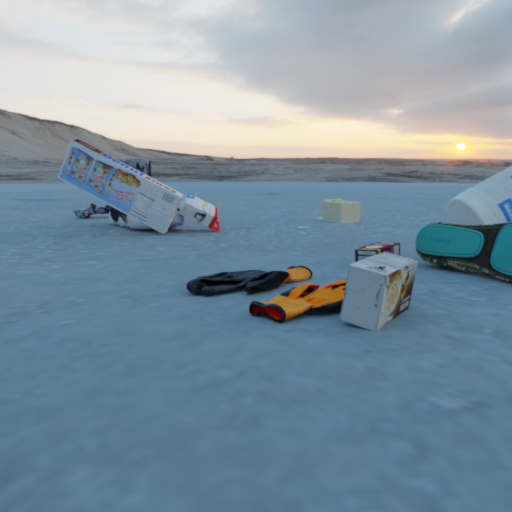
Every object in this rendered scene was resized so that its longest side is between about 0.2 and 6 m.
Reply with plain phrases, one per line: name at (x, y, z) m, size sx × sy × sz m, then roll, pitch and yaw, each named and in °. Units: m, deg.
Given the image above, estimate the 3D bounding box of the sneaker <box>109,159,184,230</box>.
sneaker at (-2.743, -1.516, 13.527) m, size 1.098 × 1.655 × 2.909 m, roll -7°, pitch 11°, yaw -39°

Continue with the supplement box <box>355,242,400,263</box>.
supplement box at (1.842, -0.004, 8.452) m, size 0.403 × 0.313 × 0.730 m, roll 3°, pitch 11°, yaw 39°

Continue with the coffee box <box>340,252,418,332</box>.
coffee box at (1.249, 0.328, 5.625) m, size 0.398 × 0.571 × 0.999 m, roll 16°, pitch 15°, yaw 29°

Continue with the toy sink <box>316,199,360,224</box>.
toy sink at (2.205, -1.229, 15.188) m, size 0.682 × 0.586 × 1.047 m, roll -6°, pitch 11°, yaw -32°

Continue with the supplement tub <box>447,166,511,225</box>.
supplement tub at (4.075, -0.817, 8.895) m, size 1.693 × 1.117 × 1.117 m, roll -29°, pitch 14°, yaw -6°

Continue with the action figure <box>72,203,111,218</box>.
action figure at (-4.581, -1.306, 16.111) m, size 1.378 × 0.478 × 0.897 m, roll -7°, pitch 17°, yaw -20°

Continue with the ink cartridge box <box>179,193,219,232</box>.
ink cartridge box at (-1.214, -0.986, 12.779) m, size 1.017 × 0.342 × 0.591 m, roll 25°, pitch 25°, yaw -19°

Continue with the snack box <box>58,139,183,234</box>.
snack box at (-2.940, -1.502, 12.120) m, size 2.630 × 0.946 × 0.320 m, roll 28°, pitch 20°, yaw 0°

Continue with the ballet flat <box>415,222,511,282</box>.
ballet flat at (3.339, -0.036, 7.710) m, size 0.916 × 0.825 × 2.432 m, roll 22°, pitch -6°, yaw -33°

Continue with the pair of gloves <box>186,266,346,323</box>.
pair of gloves at (0.326, 0.352, 6.644) m, size 1.853 × 0.257 × 2.080 m, roll -8°, pitch 11°, yaw -39°
